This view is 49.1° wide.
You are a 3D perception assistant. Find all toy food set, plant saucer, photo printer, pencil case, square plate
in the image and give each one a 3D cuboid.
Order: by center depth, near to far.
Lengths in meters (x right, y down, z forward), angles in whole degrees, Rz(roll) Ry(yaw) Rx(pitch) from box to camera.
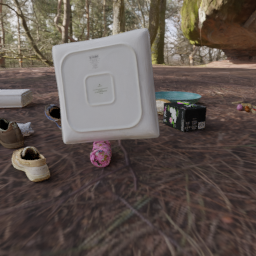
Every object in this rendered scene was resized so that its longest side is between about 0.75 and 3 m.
[{"bbox_3d":[-0.647,-0.933,6.836,2.608,2.584,0.371,-5,5,17],"label":"square plate"},{"bbox_3d":[-0.669,0.582,7.007,0.455,0.476,1.100,-26,14,5],"label":"pencil case"},{"bbox_3d":[5.454,-0.865,12.679,0.934,0.231,1.469,-8,25,-25],"label":"toy food set"},{"bbox_3d":[-5.987,-1.464,13.808,2.078,0.722,1.729,-1,17,-2],"label":"photo printer"},{"bbox_3d":[2.332,-1.444,14.211,2.673,0.480,2.673,1,15,0],"label":"plant saucer"}]

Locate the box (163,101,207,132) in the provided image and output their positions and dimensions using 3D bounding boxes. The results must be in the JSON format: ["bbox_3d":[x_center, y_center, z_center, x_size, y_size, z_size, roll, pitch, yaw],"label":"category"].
[{"bbox_3d":[1.993,-0.443,10.004,0.971,0.813,1.307,-7,18,-25],"label":"box"}]

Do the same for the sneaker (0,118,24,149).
[{"bbox_3d":[-3.785,0.028,8.385,2.036,0.769,0.717,12,19,34],"label":"sneaker"}]

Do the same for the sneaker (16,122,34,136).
[{"bbox_3d":[-3.537,0.018,9.111,0.655,0.428,1.139,-12,25,-38],"label":"sneaker"}]

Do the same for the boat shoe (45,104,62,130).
[{"bbox_3d":[-2.486,-0.523,9.662,0.543,0.544,1.504,-39,49,-19],"label":"boat shoe"}]

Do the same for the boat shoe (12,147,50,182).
[{"bbox_3d":[-2.235,0.693,6.405,0.587,0.551,1.592,-13,20,-39],"label":"boat shoe"}]

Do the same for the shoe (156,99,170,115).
[{"bbox_3d":[1.262,-0.843,11.987,0.618,0.809,2.313,-52,37,-12],"label":"shoe"}]
